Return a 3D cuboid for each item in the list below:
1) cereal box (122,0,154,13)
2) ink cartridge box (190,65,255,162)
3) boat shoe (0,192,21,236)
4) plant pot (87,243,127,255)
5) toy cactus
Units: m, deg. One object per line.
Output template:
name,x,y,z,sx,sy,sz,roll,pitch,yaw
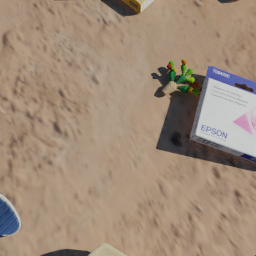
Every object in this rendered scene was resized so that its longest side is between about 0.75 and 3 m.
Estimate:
cereal box,0.629,-5.842,10.624,1.975,0.542,2.745,40,76,12
ink cartridge box,3.503,-0.495,8.610,2.677,0.590,2.727,19,73,-2
boat shoe,-3.843,1.931,7.734,0.866,0.868,2.397,-40,102,-9
plant pot,-0.092,4.153,6.298,2.548,2.784,2.784,30,73,22
toy cactus,1.671,-1.518,9.137,1.239,0.768,1.502,-38,84,-2
